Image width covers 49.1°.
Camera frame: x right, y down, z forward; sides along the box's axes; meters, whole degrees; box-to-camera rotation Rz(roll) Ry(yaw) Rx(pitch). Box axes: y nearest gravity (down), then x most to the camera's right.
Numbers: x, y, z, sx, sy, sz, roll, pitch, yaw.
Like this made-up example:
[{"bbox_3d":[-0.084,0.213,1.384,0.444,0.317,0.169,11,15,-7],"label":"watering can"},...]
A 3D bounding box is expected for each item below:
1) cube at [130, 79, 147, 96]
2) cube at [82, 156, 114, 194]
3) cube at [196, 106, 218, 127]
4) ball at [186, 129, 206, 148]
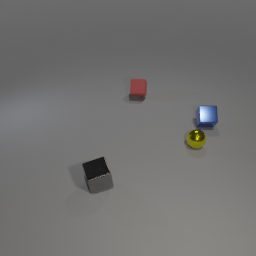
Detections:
[{"bbox_3d":[0.509,-1.920,13.297,0.700,0.700,0.700,2,-2,10],"label":"cube"},{"bbox_3d":[-0.890,1.401,8.306,0.700,0.700,0.700,-18,46,-11],"label":"cube"},{"bbox_3d":[3.136,-0.454,11.197,0.700,0.700,0.700,1,75,2],"label":"cube"},{"bbox_3d":[2.460,0.386,10.078,0.700,0.700,0.700,0,32,0],"label":"ball"}]
